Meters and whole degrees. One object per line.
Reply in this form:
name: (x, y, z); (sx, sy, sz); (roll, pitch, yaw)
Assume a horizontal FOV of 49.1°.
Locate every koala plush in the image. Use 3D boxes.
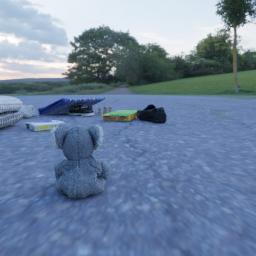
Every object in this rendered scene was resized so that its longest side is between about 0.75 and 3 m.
koala plush: (-0.560, 0.343, 3.263); (0.696, 0.785, 0.721); (0, 9, -4)

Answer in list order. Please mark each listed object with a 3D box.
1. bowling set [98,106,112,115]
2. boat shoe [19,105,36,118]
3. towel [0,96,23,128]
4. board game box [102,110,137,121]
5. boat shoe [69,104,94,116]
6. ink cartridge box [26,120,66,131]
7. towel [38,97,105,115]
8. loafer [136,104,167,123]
bowling set: (-0.921, -0.783, 12.404); (0.772, 0.415, 0.538); (5, 10, 27)
boat shoe: (-4.201, -0.635, 11.523); (0.453, 0.526, 1.461); (-28, 8, 1)
towel: (-4.508, -0.433, 8.243); (2.267, 0.970, 1.877); (2, 10, 1)
board game box: (-0.200, -0.496, 10.877); (1.006, 0.316, 2.106); (2, 6, 17)
boat shoe: (-2.078, -0.811, 12.301); (0.593, 0.484, 1.606); (-13, 14, -40)
ink cartridge box: (-2.433, -0.079, 8.294); (0.921, 0.217, 0.911); (-3, 7, -33)
towel: (-2.555, -1.074, 12.805); (1.905, 0.314, 2.631); (-18, -4, 36)
loafer: (0.831, -0.559, 10.138); (0.592, 0.612, 1.743); (-4, 9, -25)
